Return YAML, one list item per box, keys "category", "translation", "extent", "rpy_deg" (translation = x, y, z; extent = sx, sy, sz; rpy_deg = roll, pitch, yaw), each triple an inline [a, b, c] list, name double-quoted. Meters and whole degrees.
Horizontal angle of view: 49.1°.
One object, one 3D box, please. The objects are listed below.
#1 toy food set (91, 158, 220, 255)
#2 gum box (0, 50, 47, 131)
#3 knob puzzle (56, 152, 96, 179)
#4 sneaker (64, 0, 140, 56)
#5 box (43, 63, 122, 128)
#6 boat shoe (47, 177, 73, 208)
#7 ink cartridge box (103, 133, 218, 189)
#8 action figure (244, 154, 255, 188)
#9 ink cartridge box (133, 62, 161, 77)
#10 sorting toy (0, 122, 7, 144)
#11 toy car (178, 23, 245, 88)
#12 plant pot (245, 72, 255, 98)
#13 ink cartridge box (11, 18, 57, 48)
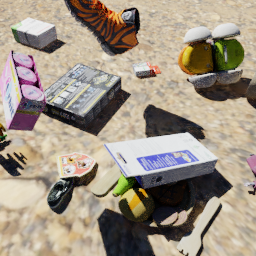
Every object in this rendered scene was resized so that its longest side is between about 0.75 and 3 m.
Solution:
- category: "toy food set"
  translation: [0.704, 1.547, 6.916]
  extent: [2.937, 0.590, 2.028]
  rpy_deg: [27, 51, 24]
- category: "gum box"
  translation: [-2.098, -0.759, 5.490]
  extent: [0.484, 0.831, 1.464]
  rpy_deg: [6, 44, -39]
- category: "knob puzzle"
  translation: [-1.397, 0.955, 7.693]
  extent: [1.156, 0.160, 1.156]
  rpy_deg: [2, 33, -2]
- category: "sneaker"
  translation: [-0.550, -3.286, 8.007]
  extent: [1.496, 2.671, 1.036]
  rpy_deg: [-10, 56, 35]
- category: "box"
  translation: [-1.624, -1.235, 9.715]
  extent: [1.959, 0.597, 2.430]
  rpy_deg: [19, 48, 20]
- category: "boat shoe"
  translation: [-1.713, 1.523, 7.134]
  extent: [0.400, 0.319, 1.059]
  rpy_deg: [9, 45, 11]
- category: "ink cartridge box"
  translation: [0.810, 0.784, 7.148]
  extent: [2.732, 0.536, 1.359]
  rpy_deg: [-5, 33, -27]
- category: "action figure"
  translation: [3.541, 1.283, 7.327]
  extent: [0.827, 0.920, 1.235]
  rpy_deg: [-23, 52, 34]
- category: "ink cartridge box"
  translation: [0.744, -2.354, 11.067]
  extent: [1.043, 0.263, 0.568]
  rpy_deg: [-10, 46, -8]
- category: "sorting toy"
  translation: [-4.001, 0.084, 8.109]
  extent: [0.703, 1.029, 1.712]
  rpy_deg: [-36, 37, -31]
- category: "toy car"
  translation: [3.030, -2.633, 10.465]
  extent: [2.399, 2.099, 1.799]
  rpy_deg: [-10, 9, -8]
- category: "plant pot"
  translation: [4.703, -1.540, 9.518]
  extent: [0.892, 1.329, 1.329]
  rpy_deg: [26, 50, 21]
- category: "ink cartridge box"
  translation: [-4.245, -4.331, 12.755]
  extent: [1.622, 0.681, 1.180]
  rpy_deg: [22, 49, 21]
